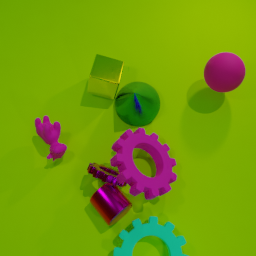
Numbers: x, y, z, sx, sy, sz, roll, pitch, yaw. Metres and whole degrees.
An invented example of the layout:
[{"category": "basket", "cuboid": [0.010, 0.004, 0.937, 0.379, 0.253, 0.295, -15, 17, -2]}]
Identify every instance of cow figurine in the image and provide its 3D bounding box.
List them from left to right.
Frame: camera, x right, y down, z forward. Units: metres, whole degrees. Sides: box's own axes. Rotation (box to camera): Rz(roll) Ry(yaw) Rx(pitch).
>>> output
[{"category": "cow figurine", "cuboid": [-2.276, 0.324, 8.228, 1.158, 1.139, 0.636, 27, 34, 35]}]

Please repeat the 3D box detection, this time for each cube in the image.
[{"category": "cube", "cuboid": [-0.711, -1.600, 8.854, 0.918, 0.918, 0.918, 14, 61, -6]}]

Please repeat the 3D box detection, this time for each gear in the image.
[{"category": "gear", "cuboid": [-0.563, 1.299, 7.834, 1.164, 1.164, 0.215, 23, 91, 8]}, {"category": "gear", "cuboid": [0.471, 0.957, 7.827, 1.993, 0.369, 1.993, 19, 51, -25]}, {"category": "gear", "cuboid": [0.601, 3.352, 7.356, 1.929, 0.357, 1.929, 0, 70, -1]}]

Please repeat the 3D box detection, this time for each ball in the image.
[{"category": "ball", "cuboid": [2.933, -1.689, 8.542, 1.211, 1.211, 1.211, 0, 71, 0]}]

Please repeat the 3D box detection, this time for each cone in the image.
[{"category": "cone", "cuboid": [0.243, -0.857, 8.278, 1.463, 1.468, 1.463, -1, 84, 5]}]

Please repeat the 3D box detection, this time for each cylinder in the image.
[{"category": "cylinder", "cuboid": [-0.464, 2.064, 7.678, 0.856, 0.856, 0.856, -39, 67, -13]}]
